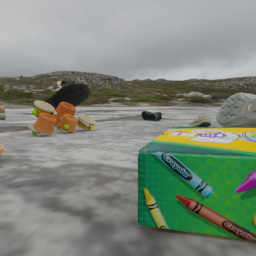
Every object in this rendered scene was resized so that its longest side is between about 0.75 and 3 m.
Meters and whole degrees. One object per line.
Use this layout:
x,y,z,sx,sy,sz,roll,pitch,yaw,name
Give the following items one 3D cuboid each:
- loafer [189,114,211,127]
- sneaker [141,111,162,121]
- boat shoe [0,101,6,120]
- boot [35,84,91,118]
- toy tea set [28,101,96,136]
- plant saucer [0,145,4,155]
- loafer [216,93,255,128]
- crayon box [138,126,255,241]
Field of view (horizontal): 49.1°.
1.760,-0.119,6.785,0.299,0.269,0.789,24,-21,-16,loafer
0.996,-0.488,11.368,0.571,0.381,0.996,-2,8,-38,sneaker
-6.060,-0.850,12.187,2.554,0.917,0.967,4,7,39,boat shoe
-1.999,-0.780,8.740,1.733,0.671,1.199,-23,-2,-8,boot
-1.767,-0.110,6.941,1.194,0.743,2.007,35,17,22,toy tea set
-2.080,0.345,3.368,1.074,0.201,1.074,1,5,0,plant saucer
2.998,-0.253,6.410,1.022,1.024,2.928,27,0,-9,loafer
0.747,0.297,2.273,0.984,0.483,1.657,2,6,16,crayon box
